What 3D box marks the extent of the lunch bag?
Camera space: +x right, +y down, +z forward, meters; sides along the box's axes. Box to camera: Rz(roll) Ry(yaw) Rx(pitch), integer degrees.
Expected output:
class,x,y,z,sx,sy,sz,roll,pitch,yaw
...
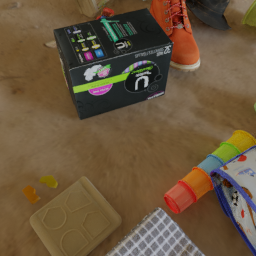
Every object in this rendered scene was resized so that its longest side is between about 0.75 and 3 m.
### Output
class,x,y,z,sx,sy,sz,roll,pitch,yaw
lunch bag,2.975,1.380,5.268,2.002,1.458,2.355,-25,67,-15

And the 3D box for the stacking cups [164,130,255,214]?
class,x,y,z,sx,sy,sz,roll,pitch,yaw
stacking cups,1.816,0.969,6.006,2.352,0.711,0.711,-36,63,-20

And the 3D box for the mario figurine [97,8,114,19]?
class,x,y,z,sx,sy,sz,roll,pitch,yaw
mario figurine,-0.763,-3.527,9.353,0.634,0.544,1.027,36,68,-19

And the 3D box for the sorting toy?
class,x,y,z,sx,sy,sz,roll,pitch,yaw
sorting toy,-1.256,1.700,5.784,1.441,0.259,1.934,-38,63,-18

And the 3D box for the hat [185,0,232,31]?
class,x,y,z,sx,sy,sz,roll,pitch,yaw
hat,2.594,-4.111,8.814,2.320,0.936,2.320,21,41,-19

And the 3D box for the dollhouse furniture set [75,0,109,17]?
class,x,y,z,sx,sy,sz,roll,pitch,yaw
dollhouse furniture set,-1.935,-4.726,9.808,2.515,1.581,2.844,18,54,42

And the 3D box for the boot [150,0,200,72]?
class,x,y,z,sx,sy,sz,roll,pitch,yaw
boot,1.331,-3.019,8.223,1.112,1.589,2.964,-14,58,-11

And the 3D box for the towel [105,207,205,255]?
class,x,y,z,sx,sy,sz,roll,pitch,yaw
towel,0.377,2.742,4.557,2.429,1.040,2.011,-39,64,-23

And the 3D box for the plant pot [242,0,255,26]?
class,x,y,z,sx,sy,sz,roll,pitch,yaw
plant pot,4.764,-3.566,8.698,1.580,1.718,1.718,43,65,12

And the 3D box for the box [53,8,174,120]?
class,x,y,z,sx,sy,sz,roll,pitch,yaw
box,-0.375,-1.600,7.063,2.452,1.821,1.524,-19,57,-12

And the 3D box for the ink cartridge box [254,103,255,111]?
class,x,y,z,sx,sy,sz,roll,pitch,yaw
ink cartridge box,3.833,-0.107,6.825,0.922,0.530,1.574,-4,56,-3
